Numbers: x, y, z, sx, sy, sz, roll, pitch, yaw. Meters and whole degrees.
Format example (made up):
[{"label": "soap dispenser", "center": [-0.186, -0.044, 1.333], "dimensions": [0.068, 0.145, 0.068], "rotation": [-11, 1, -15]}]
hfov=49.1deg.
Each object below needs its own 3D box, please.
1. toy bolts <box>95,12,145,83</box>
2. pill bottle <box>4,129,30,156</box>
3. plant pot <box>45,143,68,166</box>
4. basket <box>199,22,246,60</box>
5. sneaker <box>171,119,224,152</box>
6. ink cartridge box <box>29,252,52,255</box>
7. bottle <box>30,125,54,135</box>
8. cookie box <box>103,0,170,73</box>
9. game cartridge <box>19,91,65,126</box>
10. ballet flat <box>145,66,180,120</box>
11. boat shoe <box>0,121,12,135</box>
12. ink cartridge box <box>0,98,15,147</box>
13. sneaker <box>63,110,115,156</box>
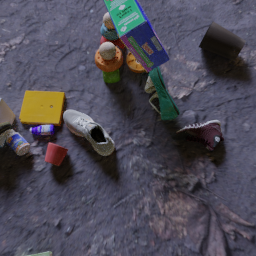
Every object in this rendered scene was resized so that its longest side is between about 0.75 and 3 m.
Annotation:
[{"label": "toy bolts", "center": [-0.282, -3.643, 12.024], "dimensions": [2.530, 1.837, 2.649], "rotation": [-11, 67, -4]}, {"label": "pill bottle", "center": [-4.357, 0.539, 10.943], "dimensions": [1.031, 0.578, 0.578], "rotation": [42, 73, 15]}, {"label": "plant pot", "center": [-2.771, 1.020, 10.668], "dimensions": [0.808, 0.808, 0.715], "rotation": [18, 79, 8]}, {"label": "basket", "center": [4.230, -3.818, 12.517], "dimensions": [1.696, 1.153, 1.529], "rotation": [30, 50, 8]}, {"label": "sneaker", "center": [2.810, 0.443, 10.892], "dimensions": [2.077, 0.786, 1.199], "rotation": [-14, 70, -7]}, {"label": "ink cartridge box", "center": [-3.105, 5.138, 9.074], "dimensions": [1.366, 0.450, 1.877], "rotation": [-10, 65, -4]}, {"label": "bottle", "center": [-3.454, 0.093, 11.279], "dimensions": [0.934, 0.305, 0.390], "rotation": [-3, 67, -1]}, {"label": "cookie box", "center": [0.202, -3.853, 10.292], "dimensions": [1.074, 2.445, 2.859], "rotation": [-29, 61, 15]}, {"label": "game cartridge", "center": [-3.573, -0.842, 11.724], "dimensions": [1.701, 0.276, 1.499], "rotation": [3, 67, 4]}, {"label": "ballet flat", "center": [1.235, -1.514, 11.681], "dimensions": [0.965, 0.923, 2.742], "rotation": [-23, 66, 8]}, {"label": "boat shoe", "center": [-4.234, 0.390, 8.432], "dimensions": [1.681, 0.615, 0.545], "rotation": [-35, 93, -25]}, {"label": "ink cartridge box", "center": [-5.809, -0.346, 10.809], "dimensions": [2.039, 1.489, 1.496], "rotation": [10, 66, 4]}, {"label": "sneaker", "center": [-1.535, -0.031, 10.866], "dimensions": [2.535, 1.166, 0.959], "rotation": [36, 71, 14]}]
